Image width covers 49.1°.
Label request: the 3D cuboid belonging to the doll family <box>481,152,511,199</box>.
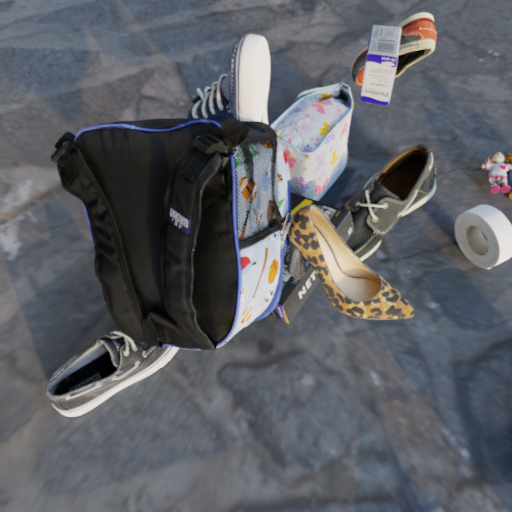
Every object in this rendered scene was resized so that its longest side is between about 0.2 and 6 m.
[{"bbox_3d":[5.628,-1.711,11.662,1.763,0.794,1.094,-1,61,21],"label":"doll family"}]

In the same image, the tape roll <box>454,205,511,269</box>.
[{"bbox_3d":[4.227,-0.350,10.376,0.401,1.147,1.147,-24,59,-17],"label":"tape roll"}]

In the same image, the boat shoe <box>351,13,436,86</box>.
[{"bbox_3d":[2.568,-3.737,10.677,0.769,2.162,0.676,1,78,-28],"label":"boat shoe"}]

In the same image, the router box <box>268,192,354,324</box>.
[{"bbox_3d":[0.425,-0.106,10.191,1.798,0.597,2.287,23,62,32],"label":"router box"}]

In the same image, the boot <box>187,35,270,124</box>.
[{"bbox_3d":[-0.514,-2.359,8.842,1.290,2.855,1.038,13,66,6],"label":"boot"}]

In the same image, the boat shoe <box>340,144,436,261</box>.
[{"bbox_3d":[2.224,-0.948,10.762,3.178,1.075,1.141,-40,63,-13],"label":"boat shoe"}]

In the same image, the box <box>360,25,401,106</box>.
[{"bbox_3d":[1.786,-2.742,8.068,0.433,0.825,0.759,9,53,9],"label":"box"}]

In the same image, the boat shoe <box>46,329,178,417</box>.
[{"bbox_3d":[-2.261,1.612,9.199,2.513,0.852,0.901,-32,61,-20],"label":"boat shoe"}]

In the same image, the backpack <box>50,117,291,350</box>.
[{"bbox_3d":[-0.934,-0.313,7.646,3.149,2.999,2.425,8,13,36],"label":"backpack"}]

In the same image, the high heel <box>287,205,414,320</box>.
[{"bbox_3d":[1.307,0.121,7.611,1.997,1.424,0.713,25,54,18],"label":"high heel"}]

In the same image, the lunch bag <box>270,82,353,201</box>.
[{"bbox_3d":[1.152,-2.264,11.313,1.319,1.760,2.075,33,64,22],"label":"lunch bag"}]
